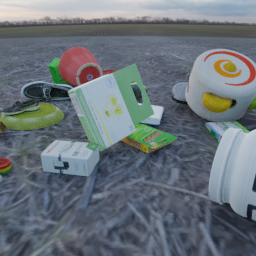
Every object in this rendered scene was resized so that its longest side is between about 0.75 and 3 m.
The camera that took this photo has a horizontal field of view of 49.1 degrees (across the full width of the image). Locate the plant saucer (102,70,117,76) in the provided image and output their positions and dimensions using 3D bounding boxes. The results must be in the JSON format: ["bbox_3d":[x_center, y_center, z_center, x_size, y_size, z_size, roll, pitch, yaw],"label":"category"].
[{"bbox_3d":[-0.954,-2.883,16.017,2.180,0.401,2.184,18,29,36],"label":"plant saucer"}]

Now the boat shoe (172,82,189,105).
[{"bbox_3d":[3.219,-1.326,11.598,2.882,0.989,0.816,8,-16,0],"label":"boat shoe"}]

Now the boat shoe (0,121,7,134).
[{"bbox_3d":[-4.139,0.039,8.994,0.326,0.326,0.905,-37,24,-4],"label":"boat shoe"}]

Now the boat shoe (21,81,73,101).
[{"bbox_3d":[-3.506,-1.626,12.387,2.303,0.830,0.817,-5,19,-17],"label":"boat shoe"}]

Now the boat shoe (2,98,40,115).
[{"bbox_3d":[-3.832,-0.793,9.992,1.335,0.439,0.477,-15,26,-30],"label":"boat shoe"}]

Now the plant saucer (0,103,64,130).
[{"bbox_3d":[-3.557,-0.521,10.366,2.313,0.359,2.313,1,22,0],"label":"plant saucer"}]

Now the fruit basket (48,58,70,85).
[{"bbox_3d":[-3.507,-3.138,15.263,1.087,1.508,1.508,19,29,37],"label":"fruit basket"}]

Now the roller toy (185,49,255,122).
[{"bbox_3d":[3.331,-1.558,9.959,2.598,1.815,2.370,-19,56,-18],"label":"roller toy"}]

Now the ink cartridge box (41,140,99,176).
[{"bbox_3d":[-1.441,0.741,7.100,1.222,0.508,0.896,5,23,12],"label":"ink cartridge box"}]

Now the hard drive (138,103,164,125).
[{"bbox_3d":[0.553,-0.540,10.085,1.329,0.255,2.014,9,17,8],"label":"hard drive"}]

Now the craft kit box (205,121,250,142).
[{"bbox_3d":[3.209,0.103,9.005,1.111,0.273,1.125,-4,23,-4],"label":"craft kit box"}]

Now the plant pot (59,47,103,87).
[{"bbox_3d":[-2.283,-2.885,14.180,2.006,2.006,1.775,-13,36,-29],"label":"plant pot"}]

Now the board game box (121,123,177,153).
[{"bbox_3d":[0.328,0.201,8.674,1.084,0.340,2.269,-19,26,-38],"label":"board game box"}]

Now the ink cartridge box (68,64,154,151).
[{"bbox_3d":[-0.250,-0.690,7.991,2.461,1.791,0.590,-29,15,-28],"label":"ink cartridge box"}]

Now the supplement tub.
[{"bbox_3d":[2.880,0.969,4.985,2.430,1.705,1.705,15,27,31],"label":"supplement tub"}]

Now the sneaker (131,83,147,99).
[{"bbox_3d":[-0.145,-1.564,12.551,2.105,0.778,0.852,3,28,27],"label":"sneaker"}]

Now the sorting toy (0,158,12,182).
[{"bbox_3d":[-3.636,1.283,5.871,1.309,0.459,2.715,1,23,3],"label":"sorting toy"}]
